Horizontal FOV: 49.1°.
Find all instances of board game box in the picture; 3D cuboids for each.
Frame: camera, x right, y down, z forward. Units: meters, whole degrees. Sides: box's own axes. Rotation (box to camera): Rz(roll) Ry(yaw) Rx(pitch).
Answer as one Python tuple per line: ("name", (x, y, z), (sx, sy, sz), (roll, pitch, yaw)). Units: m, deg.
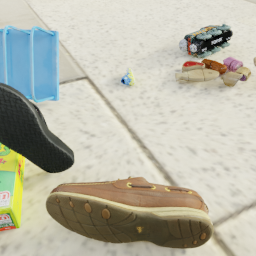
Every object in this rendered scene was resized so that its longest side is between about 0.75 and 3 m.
("board game box", (-2.835, 0.844, 5.667), (1.321, 0.619, 2.601), (-8, 40, -10))

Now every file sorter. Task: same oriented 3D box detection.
("file sorter", (-3.350, -1.632, 7.152), (2.751, 1.909, 1.688), (3, 12, 3))

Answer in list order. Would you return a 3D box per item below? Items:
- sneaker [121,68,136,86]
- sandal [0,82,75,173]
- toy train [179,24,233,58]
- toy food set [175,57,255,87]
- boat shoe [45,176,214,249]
("sneaker", (-0.045, -1.647, 8.964), (0.435, 0.314, 0.828), (-9, 41, -10))
("sandal", (-1.846, 0.037, 5.191), (0.935, 2.488, 0.595), (-20, 50, 5))
("toy train", (2.969, -3.349, 10.657), (2.215, 0.944, 1.262), (-29, 35, -28))
("toy food set", (2.959, -1.859, 9.200), (2.700, 0.425, 1.716), (2, 38, 15))
("boat shoe", (0.025, 1.356, 4.848), (2.755, 0.992, 0.931), (8, 34, -1))
